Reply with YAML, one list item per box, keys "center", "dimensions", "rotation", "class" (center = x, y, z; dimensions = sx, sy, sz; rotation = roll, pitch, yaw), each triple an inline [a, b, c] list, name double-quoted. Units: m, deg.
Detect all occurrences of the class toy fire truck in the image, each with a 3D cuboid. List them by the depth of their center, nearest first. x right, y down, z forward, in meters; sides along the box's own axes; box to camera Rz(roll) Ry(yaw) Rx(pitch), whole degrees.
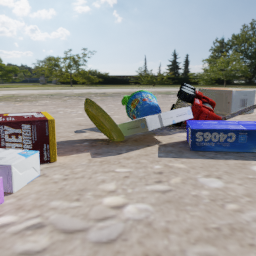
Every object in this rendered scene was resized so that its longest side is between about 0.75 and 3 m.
- center: [3.224, -0.752, 11.070]
  dimensions: [2.824, 1.817, 2.486]
  rotation: [24, 19, 6]
  class: "toy fire truck"

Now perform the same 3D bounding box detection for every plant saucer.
- center: [-0.771, -0.171, 8.296]
  dimensions: [0.260, 1.671, 1.671]
  rotation: [-44, 25, -13]
  class: "plant saucer"

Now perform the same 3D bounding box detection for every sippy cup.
- center: [0.687, -0.676, 11.030]
  dimensions: [1.805, 1.417, 1.323]
  rotation: [-11, 24, -9]
  class: "sippy cup"

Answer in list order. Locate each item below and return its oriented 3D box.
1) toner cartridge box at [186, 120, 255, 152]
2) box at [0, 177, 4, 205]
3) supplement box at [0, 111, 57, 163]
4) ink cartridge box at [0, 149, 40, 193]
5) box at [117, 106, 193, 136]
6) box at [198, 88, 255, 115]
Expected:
- center: [3.185, 0.207, 7.826]
  dimensions: [2.964, 0.640, 1.408]
  rotation: [1, 12, 7]
  class: "toner cartridge box"
- center: [-3.238, 1.042, 3.836]
  dimensions: [2.362, 0.462, 1.616]
  rotation: [3, 11, 13]
  class: "box"
- center: [-2.622, 0.218, 6.732]
  dimensions: [1.533, 1.018, 1.512]
  rotation: [-5, 12, -23]
  class: "supplement box"
- center: [-2.585, 0.747, 5.249]
  dimensions: [1.564, 0.531, 0.907]
  rotation: [2, 11, 13]
  class: "ink cartridge box"
- center: [0.732, -0.185, 8.700]
  dimensions: [2.102, 0.433, 1.639]
  rotation: [-17, 3, -42]
  class: "box"
- center: [5.265, -1.494, 15.174]
  dimensions: [1.824, 1.274, 2.395]
  rotation: [-6, 12, -30]
  class: "box"
